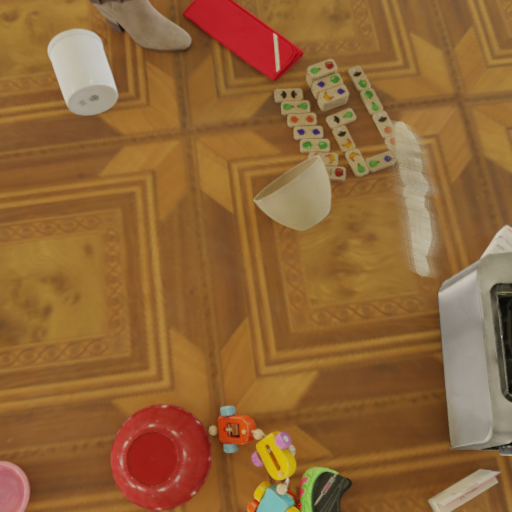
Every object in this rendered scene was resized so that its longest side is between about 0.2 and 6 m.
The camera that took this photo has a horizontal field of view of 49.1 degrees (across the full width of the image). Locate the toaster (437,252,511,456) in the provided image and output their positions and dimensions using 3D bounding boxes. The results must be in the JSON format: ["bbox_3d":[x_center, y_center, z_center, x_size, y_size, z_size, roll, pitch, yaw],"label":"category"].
[{"bbox_3d":[4.938,1.545,9.322,3.225,2.116,3.566,2,72,0],"label":"toaster"}]

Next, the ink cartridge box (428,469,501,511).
[{"bbox_3d":[3.459,3.882,9.192,1.101,0.956,0.240,-26,74,-8],"label":"ink cartridge box"}]

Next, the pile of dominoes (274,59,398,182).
[{"bbox_3d":[1.737,-2.826,11.587,2.031,0.415,2.606,-22,73,-7],"label":"pile of dominoes"}]

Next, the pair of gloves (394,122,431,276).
[{"bbox_3d":[2.237,-0.841,7.824,0.335,1.627,1.913,-8,109,16],"label":"pair of gloves"}]

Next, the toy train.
[{"bbox_3d":[0.056,3.607,9.429,1.649,0.610,2.195,-16,77,37],"label":"toy train"}]

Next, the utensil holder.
[{"bbox_3d":[-3.533,-3.744,11.516,1.129,1.129,1.328,-21,76,-6],"label":"utensil holder"}]

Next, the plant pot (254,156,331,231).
[{"bbox_3d":[0.842,-1.070,10.622,1.485,1.485,0.997,-38,102,-11],"label":"plant pot"}]

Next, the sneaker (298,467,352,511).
[{"bbox_3d":[1.188,4.731,8.934,1.052,0.964,2.511,1,74,4],"label":"sneaker"}]

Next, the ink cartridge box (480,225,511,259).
[{"bbox_3d":[4.737,-0.108,10.679,0.520,0.511,0.706,35,76,10],"label":"ink cartridge box"}]

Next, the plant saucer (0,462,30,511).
[{"bbox_3d":[-4.362,4.057,9.497,1.085,0.275,1.085,0,72,-1],"label":"plant saucer"}]

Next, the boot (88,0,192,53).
[{"bbox_3d":[-2.480,-5.202,11.684,2.243,1.640,0.788,16,71,4],"label":"boot"}]

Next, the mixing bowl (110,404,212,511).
[{"bbox_3d":[-1.661,3.374,9.362,1.777,0.962,1.777,0,74,0],"label":"mixing bowl"}]

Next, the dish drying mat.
[{"bbox_3d":[-0.299,-4.923,12.331,2.704,0.246,1.038,40,78,11],"label":"dish drying mat"}]
